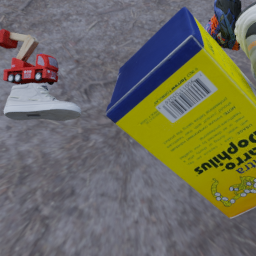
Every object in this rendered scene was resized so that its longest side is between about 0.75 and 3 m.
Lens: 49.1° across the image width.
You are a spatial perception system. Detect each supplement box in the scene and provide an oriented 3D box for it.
[{"bbox_3d":[1.135,-0.147,3.966,2.526,1.383,1.375,40,30,-19],"label":"supplement box"}]

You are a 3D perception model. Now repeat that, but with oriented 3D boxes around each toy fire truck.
[{"bbox_3d":[-2.033,-1.416,5.546,1.577,0.384,1.112,2,86,27],"label":"toy fire truck"}]

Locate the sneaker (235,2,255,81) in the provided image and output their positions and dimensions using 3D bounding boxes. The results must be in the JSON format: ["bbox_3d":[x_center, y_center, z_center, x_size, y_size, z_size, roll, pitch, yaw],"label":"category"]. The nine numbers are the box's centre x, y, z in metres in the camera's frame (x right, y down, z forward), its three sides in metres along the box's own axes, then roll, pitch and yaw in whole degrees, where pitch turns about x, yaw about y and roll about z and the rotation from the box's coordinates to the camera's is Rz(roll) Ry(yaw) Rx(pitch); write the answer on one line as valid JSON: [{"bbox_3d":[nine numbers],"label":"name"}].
[{"bbox_3d":[1.961,-0.693,3.527,0.789,2.134,0.846,-22,62,34],"label":"sneaker"}]

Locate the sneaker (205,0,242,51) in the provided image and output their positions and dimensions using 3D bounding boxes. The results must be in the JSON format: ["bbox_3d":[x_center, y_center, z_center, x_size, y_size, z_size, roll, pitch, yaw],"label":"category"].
[{"bbox_3d":[1.450,-1.550,4.348,0.550,1.403,0.529,6,83,24],"label":"sneaker"}]

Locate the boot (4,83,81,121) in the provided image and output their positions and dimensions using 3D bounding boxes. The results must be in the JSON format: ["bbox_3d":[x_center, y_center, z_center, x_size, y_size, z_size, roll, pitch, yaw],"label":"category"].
[{"bbox_3d":[-1.012,-0.348,3.378,0.940,0.346,0.449,1,67,5],"label":"boot"}]
